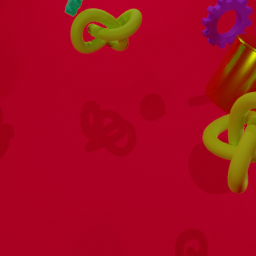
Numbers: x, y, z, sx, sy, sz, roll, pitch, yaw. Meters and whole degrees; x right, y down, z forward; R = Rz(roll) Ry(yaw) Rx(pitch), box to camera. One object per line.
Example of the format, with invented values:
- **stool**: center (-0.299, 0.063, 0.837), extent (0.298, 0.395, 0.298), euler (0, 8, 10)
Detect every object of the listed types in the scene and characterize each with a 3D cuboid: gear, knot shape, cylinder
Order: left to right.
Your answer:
- **gear**: center (-1.053, -2.992, 6.062), extent (0.203, 1.100, 1.100), euler (21, 66, -24)
- **knot shape**: center (-0.557, -2.118, 6.173), extent (1.473, 1.574, 0.727), euler (-13, 93, -31)
- **gear**: center (2.518, -2.695, 7.140), extent (1.266, 1.266, 0.234), euler (-14, 39, -6)
- **knot shape**: center (1.697, 0.133, 4.241), extent (0.678, 1.372, 1.466), euler (17, 107, -15)
- **cylinder**: center (2.597, -1.090, 6.027), extent (1.372, 1.372, 1.372), euler (16, 36, -12)
